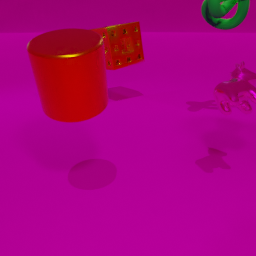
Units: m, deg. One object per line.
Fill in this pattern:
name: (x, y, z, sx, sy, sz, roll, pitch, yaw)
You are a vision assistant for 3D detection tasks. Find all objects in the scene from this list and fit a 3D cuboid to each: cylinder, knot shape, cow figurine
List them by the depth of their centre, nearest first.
cylinder: (-0.761, -0.712, 3.748, 0.943, 0.943, 0.943, -1, 38, 1)
cow figurine: (1.757, -0.672, 4.609, 0.955, 0.524, 0.940, -5, 53, -21)
knot shape: (2.797, -3.402, 7.166, 1.741, 0.860, 1.860, -25, -19, 12)

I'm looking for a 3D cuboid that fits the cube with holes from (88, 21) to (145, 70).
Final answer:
cube with holes: (-0.458, -2.967, 10.126, 1.398, 1.398, 1.398, -23, 25, -31)
